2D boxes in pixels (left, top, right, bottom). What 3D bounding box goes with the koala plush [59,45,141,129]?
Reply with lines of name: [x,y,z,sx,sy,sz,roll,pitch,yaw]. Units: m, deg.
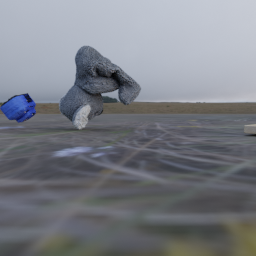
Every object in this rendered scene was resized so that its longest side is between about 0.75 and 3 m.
koala plush: [-1.163,-1.052,8.252,1.979,2.153,1.909,35,3,-40]

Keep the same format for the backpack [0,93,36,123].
backpack: [-3.158,-0.577,8.169,0.746,0.771,0.919,-37,3,10]

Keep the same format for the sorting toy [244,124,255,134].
sorting toy: [3.706,-0.188,6.034,1.796,0.629,1.807,4,5,40]
